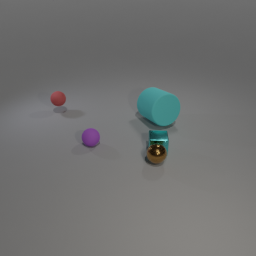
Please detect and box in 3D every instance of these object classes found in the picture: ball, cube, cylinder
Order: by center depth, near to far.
[{"bbox_3d":[0.990,0.877,9.636,0.700,0.700,0.700,0,30,0],"label":"ball"},{"bbox_3d":[1.116,0.556,10.392,0.700,0.700,0.700,1,30,2],"label":"cube"},{"bbox_3d":[-1.424,0.353,10.738,0.700,0.700,0.700,0,30,0],"label":"ball"},{"bbox_3d":[1.302,-0.943,12.097,1.400,1.400,1.400,-13,24,-22],"label":"cylinder"},{"bbox_3d":[-3.216,-1.348,12.914,0.700,0.700,0.700,0,30,0],"label":"ball"}]
